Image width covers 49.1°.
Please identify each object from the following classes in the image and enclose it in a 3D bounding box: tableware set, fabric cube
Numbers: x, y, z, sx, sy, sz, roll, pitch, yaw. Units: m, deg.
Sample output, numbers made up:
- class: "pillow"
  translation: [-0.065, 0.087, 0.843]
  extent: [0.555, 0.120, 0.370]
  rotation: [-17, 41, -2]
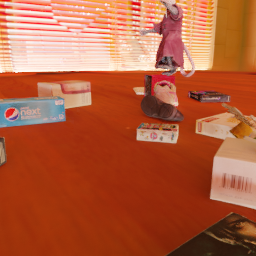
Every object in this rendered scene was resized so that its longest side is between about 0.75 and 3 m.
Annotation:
- class: "tableware set"
  translation: [2.608, 0.472, 4.967]
  extent: [1.805, 0.411, 2.680]
  rotation: [40, 8, -17]
- class: "fabric cube"
  translation: [1.650, -2.193, 14.895]
  extent: [1.279, 1.283, 1.259]
  rotation: [-3, 13, -14]

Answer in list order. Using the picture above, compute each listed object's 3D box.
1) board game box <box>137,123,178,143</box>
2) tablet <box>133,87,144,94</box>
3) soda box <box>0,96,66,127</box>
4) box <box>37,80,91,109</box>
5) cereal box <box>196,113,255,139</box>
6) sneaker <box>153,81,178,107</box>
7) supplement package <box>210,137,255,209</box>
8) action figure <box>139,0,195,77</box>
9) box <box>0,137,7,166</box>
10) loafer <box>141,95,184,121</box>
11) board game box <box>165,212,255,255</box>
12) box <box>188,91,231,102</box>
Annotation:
- class: "board game box"
  translation: [0.832, 0.119, 7.733]
  extent: [1.061, 0.341, 0.782]
  rotation: [3, 14, 13]
- class: "tablet"
  translation: [1.294, -2.423, 18.040]
  extent: [1.769, 0.186, 2.719]
  rotation: [-1, 14, -3]
- class: "soda box"
  translation: [-3.487, -0.579, 9.484]
  extent: [2.555, 0.820, 0.867]
  rotation: [-6, 16, -25]
- class: "box"
  translation: [-2.837, -1.527, 12.609]
  extent: [2.016, 1.099, 1.289]
  rotation: [-14, 20, -43]
- class: "cereal box"
  translation: [3.336, 0.024, 7.794]
  extent: [1.695, 0.466, 2.356]
  rotation: [-12, 19, -40]
- class: "sneaker"
  translation: [1.692, -1.503, 12.342]
  extent: [1.096, 1.189, 2.694]
  rotation: [2, 14, 8]
- class: "supplement package"
  translation: [1.881, 0.682, 4.675]
  extent: [0.736, 0.738, 1.259]
  rotation: [7, 16, 27]
- class: "action figure"
  translation: [1.691, -3.512, 10.202]
  extent: [2.189, 2.940, 1.969]
  rotation: [6, -2, -19]
- class: "box"
  translation: [-3.112, 0.559, 5.468]
  extent: [0.981, 0.586, 0.998]
  rotation: [2, 14, 9]
- class: "loafer"
  translation: [1.215, -0.651, 10.315]
  extent: [0.678, 0.774, 2.153]
  rotation: [23, 5, -32]
- class: "board game box"
  translation: [0.852, 1.542, 2.073]
  extent: [2.574, 0.362, 1.741]
  rotation: [-12, 19, -39]
- class: "box"
  translation: [4.206, -1.681, 14.717]
  extent: [1.499, 0.379, 2.097]
  rotation: [-2, 16, -7]
